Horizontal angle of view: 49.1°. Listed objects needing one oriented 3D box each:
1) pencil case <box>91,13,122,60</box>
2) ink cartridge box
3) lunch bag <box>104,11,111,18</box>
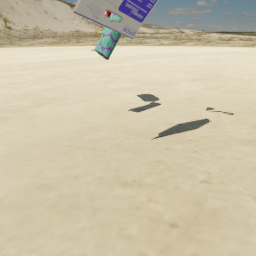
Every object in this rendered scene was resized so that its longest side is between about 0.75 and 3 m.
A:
[{"bbox_3d":[-0.500,-2.588,7.865,0.537,1.263,0.583,24,6,-34],"label":"pencil case"},{"bbox_3d":[0.001,-2.410,4.548,0.357,1.647,1.632,49,25,26],"label":"ink cartridge box"},{"bbox_3d":[-0.734,-3.700,8.346,0.505,1.085,1.232,-28,66,-18],"label":"lunch bag"}]
